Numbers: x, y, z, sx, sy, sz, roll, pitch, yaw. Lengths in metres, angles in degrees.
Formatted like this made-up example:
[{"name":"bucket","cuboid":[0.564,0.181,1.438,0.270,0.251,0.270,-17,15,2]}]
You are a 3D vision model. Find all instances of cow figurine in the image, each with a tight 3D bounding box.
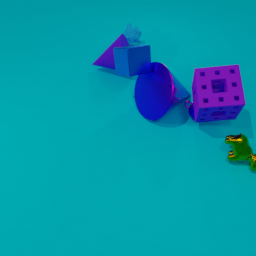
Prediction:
[{"name":"cow figurine","cuboid":[0.101,-3.259,10.044,0.560,1.020,1.003,15,61,-24]},{"name":"cow figurine","cuboid":[2.952,0.576,6.919,0.963,0.979,0.537,-7,14,28]}]

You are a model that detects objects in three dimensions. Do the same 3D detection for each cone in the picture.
[{"name":"cone","cuboid":[1.312,-1.038,8.276,1.623,1.617,1.617,-2,44,-37]},{"name":"cone","cuboid":[-0.599,-2.273,9.248,1.296,1.291,1.291,-13,48,15]}]

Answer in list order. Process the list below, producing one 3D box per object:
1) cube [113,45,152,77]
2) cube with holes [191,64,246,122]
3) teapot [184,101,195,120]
[{"name":"cube","cuboid":[0.126,-1.863,7.708,0.748,0.748,0.748,-16,21,-30]},{"name":"cube with holes","cuboid":[2.273,-0.856,7.238,1.064,1.064,1.064,-4,72,7]},{"name":"teapot","cuboid":[2.105,-0.520,8.000,1.061,0.519,0.659,24,53,12]}]
